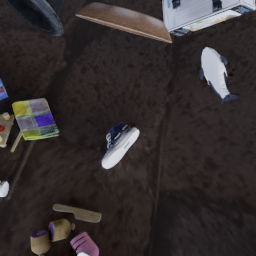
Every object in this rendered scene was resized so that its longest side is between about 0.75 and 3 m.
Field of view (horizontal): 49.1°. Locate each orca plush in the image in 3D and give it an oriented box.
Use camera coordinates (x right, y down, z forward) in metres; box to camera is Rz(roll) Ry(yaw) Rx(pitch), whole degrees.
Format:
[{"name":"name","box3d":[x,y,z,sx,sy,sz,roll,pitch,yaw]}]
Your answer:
[{"name":"orca plush","box3d":[3.077,-1.730,9.117,0.728,1.077,2.047,1,49,-37]}]

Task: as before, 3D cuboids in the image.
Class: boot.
[{"name":"boot","box3d":[-0.384,0.451,7.878,0.685,0.552,1.517,27,54,26]}]

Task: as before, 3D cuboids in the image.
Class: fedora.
[{"name":"fedora","box3d":[-2.269,-3.369,7.048,2.302,2.302,1.051,33,83,19]}]

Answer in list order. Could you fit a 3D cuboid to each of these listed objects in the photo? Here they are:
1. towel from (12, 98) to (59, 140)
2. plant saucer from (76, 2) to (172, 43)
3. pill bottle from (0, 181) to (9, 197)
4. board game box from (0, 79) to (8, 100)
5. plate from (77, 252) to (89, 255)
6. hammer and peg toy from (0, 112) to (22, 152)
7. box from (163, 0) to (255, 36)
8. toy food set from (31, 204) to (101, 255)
[{"name":"towel","box3d":[-2.749,-0.301,8.316,1.060,0.168,1.476,-9,55,-31]},{"name":"plant saucer","box3d":[-0.030,-2.292,6.005,2.123,0.388,2.123,14,16,-4]},{"name":"pill bottle","box3d":[-3.534,1.542,7.159,0.809,0.471,0.471,3,57,1]},{"name":"board game box","box3d":[-4.856,-1.304,9.056,1.473,0.321,1.480,-27,61,-15]},{"name":"plate","box3d":[-0.731,3.689,5.705,1.633,0.264,1.630,32,62,-1]},{"name":"hammer and peg toy","box3d":[-3.710,0.068,8.058,1.497,0.528,1.101,3,57,2]},{"name":"box","box3d":[2.085,-3.552,7.610,0.729,2.424,1.414,-5,93,-41]},{"name":"toy food set","box3d":[-1.544,3.062,6.203,1.736,0.430,2.732,10,58,6]}]
